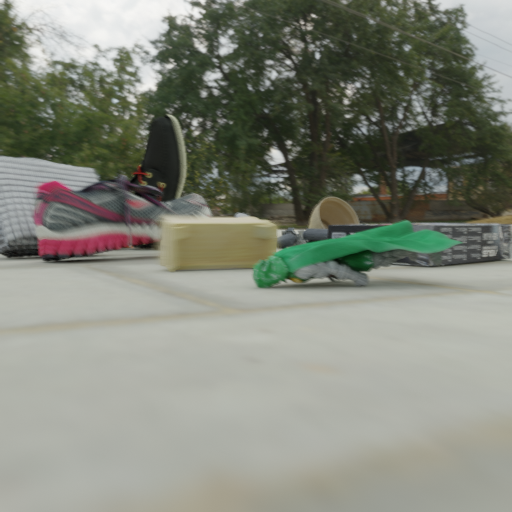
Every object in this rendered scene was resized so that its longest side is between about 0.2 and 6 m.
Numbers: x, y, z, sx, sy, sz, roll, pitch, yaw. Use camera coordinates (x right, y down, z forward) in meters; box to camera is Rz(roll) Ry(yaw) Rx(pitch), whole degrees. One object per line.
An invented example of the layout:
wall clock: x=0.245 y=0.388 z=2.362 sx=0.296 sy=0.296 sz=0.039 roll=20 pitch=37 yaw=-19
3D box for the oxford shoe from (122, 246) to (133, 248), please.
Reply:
oxford shoe: x=-3.243 y=-0.627 z=14.546 sx=0.765 sy=0.782 sz=2.146 roll=0 pitch=3 yaw=7

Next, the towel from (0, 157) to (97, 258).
towel: x=-3.837 y=-0.864 z=10.266 sx=2.117 sy=1.753 sz=0.906 roll=-2 pitch=-29 yaw=-49

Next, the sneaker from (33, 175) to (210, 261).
sneaker: x=-2.109 y=-0.769 z=9.533 sx=1.324 sy=1.226 sz=3.283 roll=-6 pitch=5 yaw=42

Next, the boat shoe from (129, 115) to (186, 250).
boat shoe: x=-2.231 y=-1.550 z=12.313 sx=0.957 sy=3.053 sz=1.117 roll=-6 pitch=29 yaw=-35

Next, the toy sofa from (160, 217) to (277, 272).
toy sofa: x=-0.513 y=-0.162 z=7.438 sx=1.494 sy=0.619 sz=0.729 roll=-1 pitch=12 yaw=-21

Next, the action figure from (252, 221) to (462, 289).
action figure: x=0.869 y=0.033 z=5.551 sx=1.942 sy=0.531 sz=1.147 roll=-8 pitch=7 yaw=-18

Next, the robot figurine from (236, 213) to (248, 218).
robot figurine: x=-0.137 y=-0.309 z=9.189 sx=0.539 sy=0.809 sz=0.954 roll=-21 pitch=-4 yaw=18

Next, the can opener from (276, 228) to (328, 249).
can opener: x=1.219 y=-0.301 z=13.030 sx=1.932 sy=0.515 sz=0.646 roll=5 pitch=38 yaw=48

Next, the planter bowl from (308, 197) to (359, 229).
planter bowl: x=1.887 y=-0.745 z=14.406 sx=1.286 sy=1.286 sz=0.865 roll=-2 pitch=-24 yaw=-32

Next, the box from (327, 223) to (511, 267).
box: x=2.683 y=-0.226 z=9.106 sx=2.454 sy=0.611 sz=1.935 roll=-3 pitch=4 yaw=-41
